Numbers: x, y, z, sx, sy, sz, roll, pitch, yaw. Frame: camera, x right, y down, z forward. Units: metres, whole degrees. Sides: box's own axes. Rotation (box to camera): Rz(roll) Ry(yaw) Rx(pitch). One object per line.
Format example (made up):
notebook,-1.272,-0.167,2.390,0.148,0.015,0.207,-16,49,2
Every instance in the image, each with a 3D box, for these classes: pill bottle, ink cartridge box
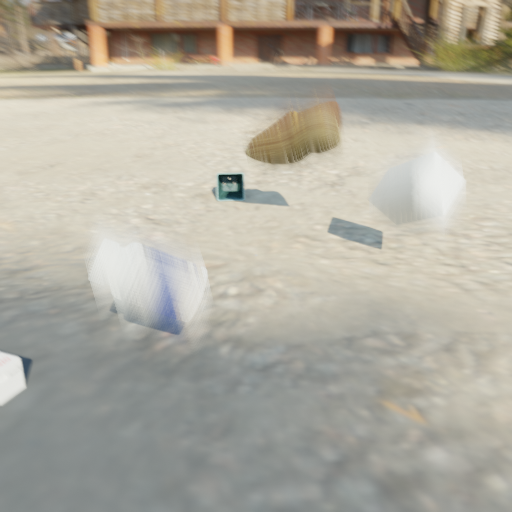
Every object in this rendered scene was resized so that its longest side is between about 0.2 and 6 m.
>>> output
pill bottle,-0.908,0.188,4.704,0.897,0.498,0.498,21,19,-12
ink cartridge box,-2.721,1.151,5.234,0.852,0.358,0.620,9,24,21

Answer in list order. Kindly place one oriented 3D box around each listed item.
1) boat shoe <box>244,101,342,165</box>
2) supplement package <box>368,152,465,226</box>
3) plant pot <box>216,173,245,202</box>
boat shoe,0.572,-1.851,8.558,0.678,0.636,1.882,22,-18,-37
supplement package,2.081,-0.854,7.362,0.605,0.607,1.034,-54,13,-14
plant pot,-0.533,-1.432,11.353,0.564,0.563,0.575,-2,15,-5
